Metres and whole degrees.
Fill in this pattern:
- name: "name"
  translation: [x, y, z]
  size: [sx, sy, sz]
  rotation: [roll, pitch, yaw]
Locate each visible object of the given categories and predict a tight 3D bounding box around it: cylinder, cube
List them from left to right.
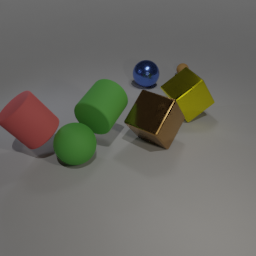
- name: "cylinder"
  translation: [-3.231, -0.254, 9.146]
  size: [1.400, 1.400, 1.400]
  rotation: [-27, 35, 21]
- name: "cylinder"
  translation: [-0.908, -0.738, 9.680]
  size: [1.400, 1.400, 1.400]
  rotation: [14, 49, 22]
- name: "cube"
  translation: [0.980, -0.295, 10.016]
  size: [1.400, 1.400, 1.400]
  rotation: [23, 78, 32]
- name: "cube"
  translation: [2.472, -1.395, 11.702]
  size: [1.400, 1.400, 1.400]
  rotation: [-38, 39, 6]

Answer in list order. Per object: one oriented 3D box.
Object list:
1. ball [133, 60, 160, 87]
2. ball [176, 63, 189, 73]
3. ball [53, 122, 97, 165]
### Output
- name: "ball"
  translation: [0.942, -2.836, 14.621]
  size: [1.400, 1.400, 1.400]
  rotation: [0, 32, 0]
- name: "ball"
  translation: [3.122, -3.343, 16.009]
  size: [0.700, 0.700, 0.700]
  rotation: [0, 32, 0]
- name: "ball"
  translation: [-1.735, 0.517, 9.204]
  size: [1.400, 1.400, 1.400]
  rotation: [0, 32, 0]
